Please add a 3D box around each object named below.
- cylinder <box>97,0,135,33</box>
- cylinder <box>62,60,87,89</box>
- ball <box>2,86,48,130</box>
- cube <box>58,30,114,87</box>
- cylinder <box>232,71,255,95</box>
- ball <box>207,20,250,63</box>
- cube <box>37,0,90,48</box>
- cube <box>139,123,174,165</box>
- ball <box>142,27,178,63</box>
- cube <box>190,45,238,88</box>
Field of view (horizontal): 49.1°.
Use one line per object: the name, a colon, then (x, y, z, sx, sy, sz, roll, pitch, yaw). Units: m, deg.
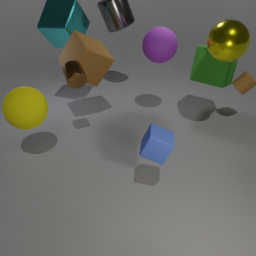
cylinder: (-0.556, -5.509, 13.340, 1.400, 1.400, 1.400, -19, 31, 11)
cylinder: (-1.834, -1.839, 9.643, 0.700, 0.700, 0.700, -13, 56, -21)
ball: (-3.320, -0.644, 9.098, 1.400, 1.400, 1.400, 0, 31, 0)
cube: (-1.676, -2.730, 11.151, 1.400, 1.400, 1.400, 10, 37, -44)
cylinder: (4.779, -1.848, 11.477, 0.700, 0.700, 0.700, 35, 29, -23)
ball: (3.396, -2.938, 9.518, 1.400, 1.400, 1.400, 0, 31, 0)
cube: (-2.635, -4.295, 11.616, 1.400, 1.400, 1.400, 8, 74, 20)
cube: (0.782, 0.429, 7.583, 0.700, 0.700, 0.700, 22, 33, -7)
ball: (1.271, -3.303, 11.180, 1.400, 1.400, 1.400, 0, 31, 0)
cube: (3.543, -2.540, 11.429, 1.400, 1.400, 1.400, 21, 23, 27)
